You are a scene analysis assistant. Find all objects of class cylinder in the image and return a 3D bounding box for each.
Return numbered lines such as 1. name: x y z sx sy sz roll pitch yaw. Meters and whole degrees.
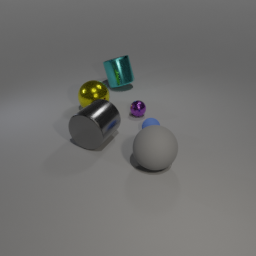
1. cylinder: -0.474 -2.994 14.804 1.400 1.400 1.400 -15 15 4
2. cylinder: -1.176 -0.154 10.069 1.400 1.400 1.400 13 33 22

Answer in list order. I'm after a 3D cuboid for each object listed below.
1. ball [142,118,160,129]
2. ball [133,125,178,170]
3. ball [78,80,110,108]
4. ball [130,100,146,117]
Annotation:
1. ball: 0.874 -0.040 10.622 0.700 0.700 0.700 0 29 0
2. ball: 0.845 0.606 8.675 1.400 1.400 1.400 0 29 0
3. ball: -1.508 -1.407 12.366 1.400 1.400 1.400 0 29 0
4. ball: 0.432 -0.842 12.063 0.700 0.700 0.700 0 29 0
